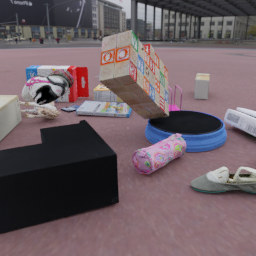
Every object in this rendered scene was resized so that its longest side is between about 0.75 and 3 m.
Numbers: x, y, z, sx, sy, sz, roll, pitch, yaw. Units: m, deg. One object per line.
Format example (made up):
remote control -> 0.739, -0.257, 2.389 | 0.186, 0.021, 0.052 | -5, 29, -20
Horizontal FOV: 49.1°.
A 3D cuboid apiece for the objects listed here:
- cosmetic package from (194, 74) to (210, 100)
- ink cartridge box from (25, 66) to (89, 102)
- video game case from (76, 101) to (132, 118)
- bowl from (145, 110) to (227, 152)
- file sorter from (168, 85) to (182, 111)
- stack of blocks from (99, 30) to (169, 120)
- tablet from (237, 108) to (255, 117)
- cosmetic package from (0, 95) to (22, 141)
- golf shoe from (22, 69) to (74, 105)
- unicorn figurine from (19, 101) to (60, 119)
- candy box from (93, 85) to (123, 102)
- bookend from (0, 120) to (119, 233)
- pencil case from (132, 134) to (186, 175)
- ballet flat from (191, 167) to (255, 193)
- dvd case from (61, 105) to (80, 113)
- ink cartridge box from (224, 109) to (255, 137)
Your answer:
cosmetic package -> 3.825, -2.172, 14.462 | 0.688, 1.018, 1.936 | 5, 22, 14
ink cartridge box -> -3.321, -2.122, 13.421 | 2.763, 1.605, 0.929 | 0, 20, 0
video game case -> -0.942, -0.820, 11.856 | 2.163, 0.193, 1.548 | 4, 20, 5
bowl -> 1.870, -0.003, 9.184 | 2.624, 0.515, 2.624 | -1, 21, 0
file sorter -> 1.313, -1.195, 11.704 | 1.691, 1.060, 1.175 | -2, 21, -4
stack of blocks -> 0.324, -1.551, 8.208 | 0.863, 1.697, 2.948 | -7, -20, 25
tablet -> 4.820, -0.242, 9.193 | 1.488, 0.156, 2.287 | 12, 13, -20
cosmetic package -> -4.717, -0.248, 9.154 | 1.496, 1.056, 2.890 | -1, 19, -3
golf shoe -> -2.664, -1.117, 8.495 | 2.205, 0.801, 1.015 | -12, 36, 40
unicorn figurine -> -3.502, -0.852, 11.276 | 1.698, 0.913, 2.473 | -4, 33, -39
candy box -> -0.498, -1.694, 13.708 | 2.185, 0.604, 1.261 | 2, 20, 7
bookend -> -1.757, 0.826, 6.105 | 2.455, 1.131, 2.439 | -9, 21, -22
pencil case -> 0.856, 0.641, 7.270 | 0.708, 0.708, 1.619 | 19, 29, 42
ballet flat -> 2.285, 1.102, 6.177 | 1.759, 0.560, 0.593 | 2, 20, 7
dvd case -> -2.418, -0.839, 12.174 | 0.579, 0.071, 0.812 | 19, 27, 39
ink cartridge box -> 4.756, 0.013, 9.525 | 2.309, 0.578, 1.858 | 12, 14, -25
